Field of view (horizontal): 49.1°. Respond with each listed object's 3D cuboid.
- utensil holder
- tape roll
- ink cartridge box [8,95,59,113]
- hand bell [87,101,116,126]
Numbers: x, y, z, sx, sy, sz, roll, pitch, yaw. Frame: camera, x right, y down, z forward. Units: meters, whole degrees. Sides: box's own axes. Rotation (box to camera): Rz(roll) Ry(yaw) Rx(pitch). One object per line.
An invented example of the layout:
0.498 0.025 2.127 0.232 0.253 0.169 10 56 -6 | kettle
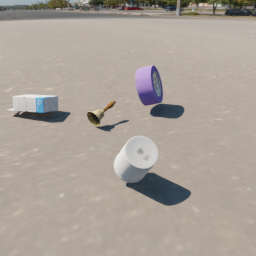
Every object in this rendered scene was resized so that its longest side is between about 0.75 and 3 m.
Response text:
0.164 0.674 6.027 0.784 0.923 0.784 6 62 -12 | utensil holder
0.778 -1.505 9.992 0.578 1.359 1.359 -8 22 23 | tape roll
-3.353 -0.875 9.817 1.566 0.522 0.907 5 12 18 | ink cartridge box
-0.758 -0.573 9.062 0.559 0.559 1.073 20 47 35 | hand bell
